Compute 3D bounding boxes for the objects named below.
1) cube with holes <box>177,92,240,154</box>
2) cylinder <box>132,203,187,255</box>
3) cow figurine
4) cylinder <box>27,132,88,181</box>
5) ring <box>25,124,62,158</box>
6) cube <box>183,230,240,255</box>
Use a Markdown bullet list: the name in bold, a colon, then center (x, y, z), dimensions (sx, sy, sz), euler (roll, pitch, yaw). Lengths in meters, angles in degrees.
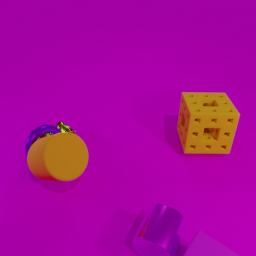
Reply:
- **cube with holes**: center (2.200, -0.160, 7.982), dimensions (1.271, 1.271, 1.271), euler (0, 33, -1)
- **cylinder**: center (0.664, 2.208, 5.836), dimensions (0.898, 0.898, 0.898), euler (18, 45, 19)
- **cow figurine**: center (-2.152, 0.402, 7.975), dimensions (1.242, 0.693, 1.262), euler (8, 62, -5)
- **cylinder**: center (-1.673, 0.700, 6.640), dimensions (1.095, 1.095, 1.095), euler (-40, 17, -35)
- **ring**: center (-2.167, 0.509, 7.461), dimensions (0.246, 1.230, 1.230), euler (8, 39, 39)
- **cube**: center (1.475, 2.672, 5.306), dimensions (0.860, 0.860, 0.860), euler (27, 54, 27)
